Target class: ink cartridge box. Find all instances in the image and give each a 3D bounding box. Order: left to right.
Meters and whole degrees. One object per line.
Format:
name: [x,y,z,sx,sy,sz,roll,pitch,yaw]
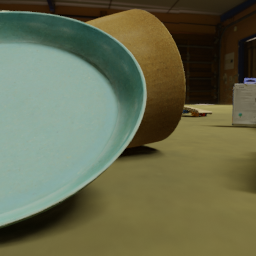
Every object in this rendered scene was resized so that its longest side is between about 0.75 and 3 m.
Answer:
ink cartridge box: [3.902,-0.851,8.921,1.066,1.563,0.597,2,-2,17]

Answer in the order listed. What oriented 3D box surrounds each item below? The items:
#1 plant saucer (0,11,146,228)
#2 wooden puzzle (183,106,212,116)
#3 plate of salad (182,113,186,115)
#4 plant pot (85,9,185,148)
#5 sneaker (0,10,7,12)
plant saucer: [-1.263,-0.296,2.634,2.854,0.391,2.854,2,47,-2]
wooden puzzle: [3.373,-0.869,14.543,1.472,0.368,1.590,20,12,41]
plate of salad: [2.217,-0.903,15.166,1.954,0.469,1.954,0,5,0]
plant pot: [-0.816,-0.547,4.375,2.501,2.331,2.331,-18,14,-31]
sneaker: [-3.914,-3.383,8.729,0.472,0.542,1.204,9,25,9]
